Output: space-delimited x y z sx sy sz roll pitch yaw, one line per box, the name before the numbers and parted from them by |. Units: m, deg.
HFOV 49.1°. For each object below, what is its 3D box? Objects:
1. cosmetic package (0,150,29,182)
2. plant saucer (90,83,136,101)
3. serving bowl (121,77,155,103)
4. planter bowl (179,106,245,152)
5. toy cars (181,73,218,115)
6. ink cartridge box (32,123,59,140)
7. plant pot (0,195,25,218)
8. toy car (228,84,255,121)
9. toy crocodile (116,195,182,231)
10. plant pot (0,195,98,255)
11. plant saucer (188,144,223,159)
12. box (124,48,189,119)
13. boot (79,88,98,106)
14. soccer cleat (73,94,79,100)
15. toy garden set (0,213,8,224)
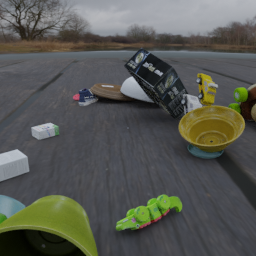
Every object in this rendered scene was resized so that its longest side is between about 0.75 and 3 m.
cosmetic package | -3.208 0.994 6.945 1.273 0.454 0.646 -16 25 -39
plant saucer | -0.730 -1.956 14.881 2.590 0.381 2.590 8 18 -3
serving bowl | 1.137 -2.058 14.113 2.935 0.965 2.935 10 17 -3
planter bowl | 2.484 0.172 8.359 1.844 0.768 1.844 -11 37 8
toy cars | 2.799 -1.114 10.601 0.610 1.236 2.757 -25 22 52
ink cartridge box | -2.855 0.109 9.667 0.755 0.330 0.548 -19 28 -41
plant pot | -2.122 1.585 4.645 0.770 0.756 0.754 6 41 -22
toy car | 5.040 -0.497 10.512 1.680 1.614 2.046 -6 49 -5
toy crocodile | 0.412 1.618 5.286 1.417 0.437 0.478 -16 -16 -35
plant pot | -1.088 1.674 3.688 1.635 1.635 1.575 -1 8 -3
plant saucer | 2.292 0.679 8.333 1.021 0.140 1.021 0 20 0
box | 1.241 -1.731 11.087 1.032 2.396 1.962 -45 49 1
boot | -1.958 -1.666 14.084 0.604 0.750 1.660 5 20 15
soccer cleat | -2.421 -1.630 14.750 1.044 0.348 0.399 -22 -9 -30
toy garden set | -2.875 1.883 3.535 2.114 0.422 1.763 -11 32 11
